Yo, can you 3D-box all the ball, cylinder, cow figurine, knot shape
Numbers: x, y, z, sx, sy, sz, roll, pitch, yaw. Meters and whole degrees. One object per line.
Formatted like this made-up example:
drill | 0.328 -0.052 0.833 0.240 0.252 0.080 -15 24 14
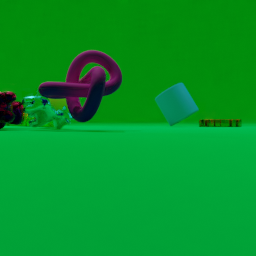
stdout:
ball | -1.743 -0.487 7.052 0.809 0.809 0.809 0 1 0
cylinder | 1.922 -0.922 11.087 1.274 1.274 1.274 -30 -6 -3
cow figurine | -1.718 -0.353 6.167 0.994 0.555 1.011 -13 -33 -12
knot shape | -0.824 -0.762 5.307 1.644 0.760 1.539 -27 39 -4
cow figurine | -2.820 -0.410 5.859 1.401 0.769 1.379 9 -9 -41

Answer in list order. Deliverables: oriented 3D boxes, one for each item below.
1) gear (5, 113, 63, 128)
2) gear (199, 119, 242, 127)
gear | -2.897 -0.221 8.062 1.968 0.364 1.968 2 -1 0
gear | 3.590 -0.188 10.945 1.564 0.289 1.564 0 1 0
